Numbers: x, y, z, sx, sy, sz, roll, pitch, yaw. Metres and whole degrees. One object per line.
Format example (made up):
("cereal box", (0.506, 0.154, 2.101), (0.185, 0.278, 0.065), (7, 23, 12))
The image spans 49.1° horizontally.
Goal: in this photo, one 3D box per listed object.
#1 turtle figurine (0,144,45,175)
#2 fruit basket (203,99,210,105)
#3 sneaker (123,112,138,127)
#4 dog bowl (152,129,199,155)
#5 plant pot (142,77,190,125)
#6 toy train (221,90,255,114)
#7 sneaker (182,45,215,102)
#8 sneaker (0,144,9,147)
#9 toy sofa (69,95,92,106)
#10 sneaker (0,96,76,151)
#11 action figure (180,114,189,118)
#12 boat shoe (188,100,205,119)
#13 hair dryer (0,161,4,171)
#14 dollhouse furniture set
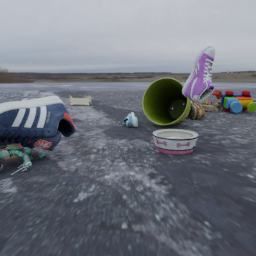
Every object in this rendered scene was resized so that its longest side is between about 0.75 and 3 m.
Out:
("turtle figurine", (-2.239, 0.574, 5.650), (0.799, 0.538, 1.068), (6, 7, 23))
("fruit basket", (3.931, -1.255, 14.722), (1.279, 0.600, 1.185), (11, 5, -29))
("sneaker", (0.028, -0.300, 10.039), (0.485, 0.436, 1.124), (-5, 12, -10))
("dog bowl", (1.167, 0.335, 6.964), (1.129, 0.416, 1.129), (0, 11, 0))
("plant pot", (1.621, -0.832, 10.297), (1.646, 1.646, 1.759), (6, -3, 27))
("toy train", (5.662, -1.132, 13.066), (2.289, 0.969, 1.324), (0, 22, -1))
("sneaker", (1.972, -1.310, 6.977), (0.508, 1.401, 0.799), (11, 18, -33))
("sneaker", (-2.974, 0.169, 7.509), (1.902, 0.764, 0.821), (3, -6, 0))
("toy sofa", (-2.707, -1.498, 15.926), (1.220, 0.595, 0.505), (0, -13, 0))
("sneaker", (-2.153, 0.094, 6.021), (1.022, 1.152, 2.727), (-41, -7, 36))
("action figure", (2.330, -0.903, 11.930), (0.590, 0.466, 1.803), (8, 38, 8))
("boat shoe", (2.902, -0.732, 11.850), (0.627, 0.642, 1.697), (7, 20, 5))
("hair dryer", (-3.540, 0.597, 5.641), (2.038, 0.727, 2.676), (12, 11, -19))
("dollhouse furniture set", (3.662, -1.377, 13.478), (2.125, 1.144, 0.864), (-9, 15, -35))
